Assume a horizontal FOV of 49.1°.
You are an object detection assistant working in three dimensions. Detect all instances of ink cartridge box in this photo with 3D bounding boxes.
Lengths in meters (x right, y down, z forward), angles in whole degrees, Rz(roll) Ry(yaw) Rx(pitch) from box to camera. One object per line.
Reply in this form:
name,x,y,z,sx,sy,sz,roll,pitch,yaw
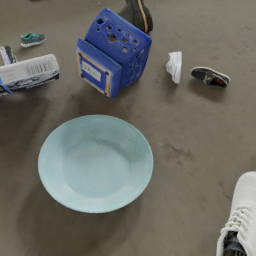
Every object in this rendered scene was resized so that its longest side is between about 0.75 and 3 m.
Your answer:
ink cartridge box,-3.317,-1.444,8.465,2.445,2.468,0.536,-19,96,-12

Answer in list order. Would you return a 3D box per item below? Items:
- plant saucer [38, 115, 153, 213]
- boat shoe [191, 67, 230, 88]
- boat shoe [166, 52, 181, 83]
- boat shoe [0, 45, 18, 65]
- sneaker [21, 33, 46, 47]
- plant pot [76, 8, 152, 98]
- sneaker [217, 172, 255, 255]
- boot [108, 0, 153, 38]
plant saucer,-0.804,0.900,7.222,2.866,0.552,2.866,4,51,-5
boat shoe,2.743,-1.696,9.448,1.330,0.478,0.450,23,50,15
boat shoe,1.590,-2.108,9.789,0.529,0.596,1.619,2,42,10
boat shoe,-3.727,-2.132,8.935,0.381,1.197,0.423,-30,69,-22
sneaker,-3.701,-3.517,10.931,1.019,0.465,0.395,-28,56,-21
plant pot,-0.576,-2.201,8.828,1.879,1.879,1.689,37,67,9
sneaker,2.373,2.110,5.580,1.030,0.998,2.820,-16,49,45
boot,-0.208,-4.857,11.746,1.807,1.012,2.613,-16,52,-6
